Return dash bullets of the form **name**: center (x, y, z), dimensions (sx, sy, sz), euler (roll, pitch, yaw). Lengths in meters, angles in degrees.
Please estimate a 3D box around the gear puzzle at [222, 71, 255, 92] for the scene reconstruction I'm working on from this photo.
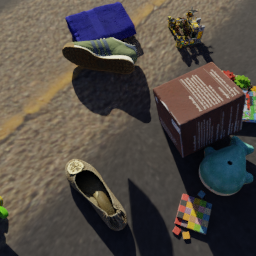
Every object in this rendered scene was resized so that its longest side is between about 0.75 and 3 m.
- **gear puzzle**: center (3.820, -1.525, 10.025), dimensions (2.350, 0.308, 1.217), euler (21, 63, 11)

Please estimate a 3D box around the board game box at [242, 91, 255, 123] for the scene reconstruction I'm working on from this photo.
- **board game box**: center (3.668, -0.766, 9.559), dimensions (1.409, 0.258, 1.066), euler (4, 72, 3)

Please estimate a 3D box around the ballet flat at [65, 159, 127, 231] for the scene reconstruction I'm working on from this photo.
- **ballet flat**: center (-0.942, 1.826, 8.037), dimensions (0.870, 0.598, 2.581), euler (-35, 67, -17)

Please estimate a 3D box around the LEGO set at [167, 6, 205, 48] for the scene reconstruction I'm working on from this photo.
- **LEGO set**: center (2.277, -4.067, 11.028), dimensions (1.297, 0.977, 1.687), euler (-5, 62, -3)

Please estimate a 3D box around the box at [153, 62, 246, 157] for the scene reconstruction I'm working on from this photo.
- **box**: center (2.097, -0.549, 8.405), dimensions (2.040, 1.675, 1.692), euler (-25, 51, -4)

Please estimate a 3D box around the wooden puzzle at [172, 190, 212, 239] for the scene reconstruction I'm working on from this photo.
- **wooden puzzle**: center (1.871, 2.449, 7.980), dimensions (0.889, 0.105, 1.499), euler (17, 63, 9)

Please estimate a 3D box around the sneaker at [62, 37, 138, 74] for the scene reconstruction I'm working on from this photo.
- **sneaker**: center (-0.949, -2.854, 10.486), dimensions (2.755, 0.924, 1.237), euler (14, 54, 8)

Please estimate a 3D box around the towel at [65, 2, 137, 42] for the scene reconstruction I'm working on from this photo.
- **towel**: center (-1.092, -4.053, 11.299), dimensions (2.447, 0.606, 1.807), euler (-22, 70, -12)

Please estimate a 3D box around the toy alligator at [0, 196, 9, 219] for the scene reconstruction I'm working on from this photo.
- **toy alligator**: center (-4.477, 2.018, 7.916), dimensions (2.622, 0.778, 0.711), euler (27, 105, 14)

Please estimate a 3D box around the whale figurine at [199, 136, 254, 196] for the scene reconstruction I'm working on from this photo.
- **whale figurine**: center (3.009, 0.986, 8.236), dimensions (1.619, 1.056, 2.035), euler (38, 65, 20)
